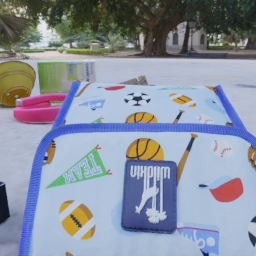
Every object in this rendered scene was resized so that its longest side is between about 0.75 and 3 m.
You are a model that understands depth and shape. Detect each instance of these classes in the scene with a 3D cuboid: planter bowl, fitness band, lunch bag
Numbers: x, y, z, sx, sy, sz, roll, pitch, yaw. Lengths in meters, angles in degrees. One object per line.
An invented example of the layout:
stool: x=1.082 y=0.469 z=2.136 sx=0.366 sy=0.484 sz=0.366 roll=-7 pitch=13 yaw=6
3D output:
planter bowl: x=-4.431 y=-1.486 z=10.793 sx=2.141 sy=2.141 sz=0.892 roll=-14 pitch=60 yaw=-38
fitness band: x=-2.568 y=-0.767 z=9.739 sx=2.068 sy=0.539 sz=2.879 roll=8 pitch=18 yaw=24
lunch bag: x=0.238 y=0.547 z=3.526 sx=2.413 sy=1.758 sz=2.839 roll=2 pitch=35 yaw=3

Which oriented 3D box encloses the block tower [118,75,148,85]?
block tower: x=-0.124 y=-1.623 z=11.460 sx=1.891 sy=0.547 sz=0.511 roll=-19 pitch=1 yaw=10

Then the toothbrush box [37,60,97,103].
toothbrush box: x=-2.494 y=-1.982 z=11.816 sx=2.323 sy=1.692 sz=1.000 roll=-2 pitch=17 yaw=-6

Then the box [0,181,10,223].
box: x=-2.539 y=1.033 z=3.734 sx=1.505 sy=0.594 sz=1.062 roll=8 pitch=22 yaw=27

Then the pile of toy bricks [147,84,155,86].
pile of toy bricks: x=0.624 y=-1.062 z=9.830 sx=1.696 sy=0.941 sz=0.837 roll=1 pitch=9 yaw=-9
